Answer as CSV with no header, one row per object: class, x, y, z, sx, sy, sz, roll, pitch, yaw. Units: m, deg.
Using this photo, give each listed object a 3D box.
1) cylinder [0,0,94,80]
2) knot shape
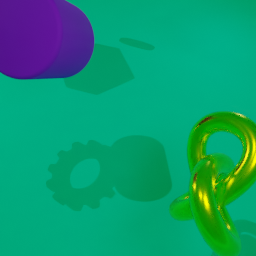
cylinder,-1.299,-1.379,4.226,1.258,1.258,1.258,3,101,13
knot shape,1.085,0.568,3.470,0.783,1.694,1.585,15,93,4
